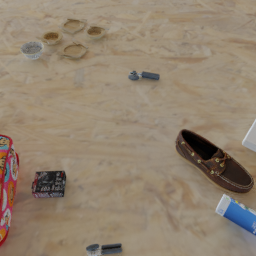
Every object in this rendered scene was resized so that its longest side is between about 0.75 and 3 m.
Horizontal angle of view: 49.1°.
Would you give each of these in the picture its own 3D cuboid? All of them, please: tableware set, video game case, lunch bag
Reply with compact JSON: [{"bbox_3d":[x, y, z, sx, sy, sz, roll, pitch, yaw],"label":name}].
[{"bbox_3d":[-2.401,-4.030,12.191,2.413,0.335,2.889,25,54,19],"label":"tableware set"},{"bbox_3d":[5.160,0.293,8.364,2.704,0.309,2.461,31,57,20],"label":"video game case"},{"bbox_3d":[-4.114,1.499,6.712,2.557,1.189,2.903,0,52,-9],"label":"lunch bag"}]

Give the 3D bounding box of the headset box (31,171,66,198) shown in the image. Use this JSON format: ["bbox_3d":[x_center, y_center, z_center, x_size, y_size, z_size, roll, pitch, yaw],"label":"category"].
[{"bbox_3d":[-2.134,1.502,7.481,0.870,0.336,0.648,-3,50,-1],"label":"headset box"}]

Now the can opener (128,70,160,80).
[{"bbox_3d":[0.591,-1.896,10.470,1.163,0.310,0.389,11,83,9],"label":"can opener"}]

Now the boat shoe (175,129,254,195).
[{"bbox_3d":[2.321,0.894,7.681,2.406,0.846,0.847,32,55,23],"label":"boat shoe"}]

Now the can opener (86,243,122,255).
[{"bbox_3d":[-0.546,2.775,6.437,0.825,0.276,0.220,-5,50,-4],"label":"can opener"}]

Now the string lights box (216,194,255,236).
[{"bbox_3d":[2.837,2.147,6.608,1.437,0.738,0.424,28,94,20],"label":"string lights box"}]

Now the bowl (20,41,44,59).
[{"bbox_3d":[-3.825,-3.059,11.297,0.933,0.438,0.933,0,49,0],"label":"bowl"}]
